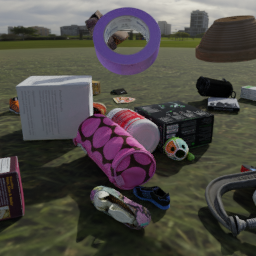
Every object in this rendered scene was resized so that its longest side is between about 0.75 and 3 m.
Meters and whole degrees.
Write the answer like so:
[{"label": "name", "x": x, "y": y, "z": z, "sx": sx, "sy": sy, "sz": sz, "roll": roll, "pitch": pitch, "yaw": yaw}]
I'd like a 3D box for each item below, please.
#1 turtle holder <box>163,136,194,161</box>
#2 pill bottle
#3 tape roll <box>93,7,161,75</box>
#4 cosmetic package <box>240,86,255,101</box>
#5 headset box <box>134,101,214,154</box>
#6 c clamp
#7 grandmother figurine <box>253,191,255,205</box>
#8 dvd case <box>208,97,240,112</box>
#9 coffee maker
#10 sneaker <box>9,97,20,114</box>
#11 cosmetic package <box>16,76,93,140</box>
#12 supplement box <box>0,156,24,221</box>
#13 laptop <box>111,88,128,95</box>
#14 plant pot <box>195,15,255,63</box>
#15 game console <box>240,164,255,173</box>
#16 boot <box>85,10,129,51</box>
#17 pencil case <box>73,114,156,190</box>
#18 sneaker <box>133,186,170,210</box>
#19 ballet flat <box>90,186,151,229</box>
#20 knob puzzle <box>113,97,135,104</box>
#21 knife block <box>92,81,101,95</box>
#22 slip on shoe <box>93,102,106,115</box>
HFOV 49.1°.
[{"label": "turtle holder", "x": 1.535, "y": 0.729, "z": 8.530, "sx": 0.682, "sy": 0.897, "sz": 0.637, "roll": -33, "pitch": 22, "yaw": 2}, {"label": "pill bottle", "x": 0.053, "y": 0.041, "z": 9.441, "sx": 1.190, "sy": 1.190, "sz": 2.120, "roll": -10, "pitch": 23, "yaw": -24}, {"label": "tape roll", "x": -0.038, "y": -3.145, "z": 10.128, "sx": 2.380, "sy": 2.380, "sz": 0.781, "roll": 0, "pitch": -18, "yaw": 0}, {"label": "cosmetic package", "x": 7.018, "y": -1.851, "z": 15.263, "sx": 0.803, "sy": 0.633, "sz": 1.492, "roll": -14, "pitch": 23, "yaw": -37}, {"label": "headset box", "x": 1.527, "y": -0.157, "z": 10.113, "sx": 2.023, "sy": 1.078, "sz": 2.324, "roll": -10, "pitch": 23, "yaw": -23}, {"label": "c clamp", "x": 3.001, "y": 1.557, "z": 5.635, "sx": 2.776, "sy": 0.376, "sz": 2.371, "roll": -10, "pitch": 31, "yaw": 16}, {"label": "grandmother figurine", "x": 3.594, "y": 1.779, "z": 5.710, "sx": 1.234, "sy": 0.616, "sz": 2.034, "roll": -12, "pitch": 25, "yaw": -44}, {"label": "dvd case", "x": 4.756, "y": -1.204, "z": 14.058, "sx": 1.459, "sy": 0.240, "sz": 1.941, "roll": 6, "pitch": 19, "yaw": 15}, {"label": "coffee maker", "x": 4.729, "y": -2.169, "z": 15.104, "sx": 1.638, "sy": 1.104, "sz": 1.574, "roll": 2, "pitch": 15, "yaw": -23}, {"label": "sneaker", "x": -5.187, "y": -1.083, "z": 13.119, "sx": 1.251, "sy": 0.701, "sz": 0.485, "roll": 12, "pitch": 24, "yaw": 30}, {"label": "cosmetic package", "x": -2.586, "y": -0.835, "z": 10.566, "sx": 2.454, "sy": 2.023, "sz": 2.025, "roll": -1, "pitch": 20, "yaw": -5}, {"label": "supplement box", "x": -3.327, "y": 1.398, "z": 5.931, "sx": 2.021, "sy": 1.115, "sz": 0.865, "roll": -8, "pitch": 22, "yaw": -20}, {"label": "laptop", "x": -0.550, "y": -2.122, "z": 16.821, "sx": 0.718, "sy": 0.418, "sz": 0.810, "roll": -14, "pitch": 50, "yaw": -31}, {"label": "plant pot", "x": 2.757, "y": -2.404, "z": 7.351, "sx": 1.971, "sy": 0.910, "sz": 1.971, "roll": -8, "pitch": 26, "yaw": 4}, {"label": "game console", "x": 3.678, "y": 1.319, "z": 6.962, "sx": 1.284, "sy": 0.225, "sz": 1.452, "roll": 8, "pitch": 16, "yaw": -27}, {"label": "boot", "x": -0.890, "y": -4.274, "z": 12.059, "sx": 0.800, "sy": 1.666, "sz": 2.278, "roll": -24, "pitch": 23, "yaw": 33}, {"label": "pencil case", "x": -0.488, "y": 0.628, "z": 7.877, "sx": 1.312, "sy": 1.271, "sz": 2.801, "roll": -22, "pitch": 30, "yaw": -23}, {"label": "sneaker", "x": 0.557, "y": 1.521, "z": 6.619, "sx": 1.043, "sy": 0.406, "sz": 0.366, "roll": 17, "pitch": 27, "yaw": 37}, {"label": "ballet flat", "x": -0.297, "y": 1.669, "z": 5.950, "sx": 1.644, "sy": 0.568, "sz": 0.585, "roll": 18, "pitch": 6, "yaw": 33}, {"label": "knob puzzle", "x": -0.158, "y": -1.563, "z": 15.146, "sx": 1.260, "sy": 0.175, "sz": 1.260, "roll": 0, "pitch": 20, "yaw": 0}, {"label": "knife block", "x": -2.845, "y": -2.593, "z": 17.068, "sx": 2.268, "sy": 0.726, "sz": 1.991, "roll": -4, "pitch": 22, "yaw": -7}, {"label": "slip on shoe", "x": -2.117, "y": -0.774, "z": 12.225, "sx": 2.320, "sy": 0.859, "sz": 0.710, "roll": 4, "pitch": 25, "yaw": -3}]
